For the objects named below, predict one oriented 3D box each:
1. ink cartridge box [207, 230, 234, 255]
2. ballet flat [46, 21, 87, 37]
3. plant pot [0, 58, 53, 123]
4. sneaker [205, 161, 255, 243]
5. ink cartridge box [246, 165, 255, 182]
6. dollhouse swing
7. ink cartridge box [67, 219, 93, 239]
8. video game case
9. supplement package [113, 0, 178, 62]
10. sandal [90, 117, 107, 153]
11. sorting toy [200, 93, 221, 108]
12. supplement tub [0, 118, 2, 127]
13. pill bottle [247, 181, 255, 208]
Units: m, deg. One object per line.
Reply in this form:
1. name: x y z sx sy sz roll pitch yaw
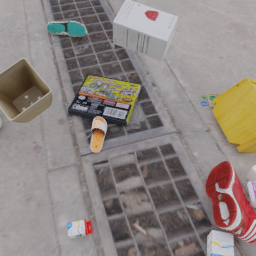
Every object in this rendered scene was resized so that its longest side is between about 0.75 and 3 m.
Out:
1. ink cartridge box: 2.742 3.622 8.343 0.644 0.647 0.882 9 52 7
2. ballet flat: -3.323 -5.565 15.543 2.366 0.849 0.849 10 52 7
3. plant pot: -3.323 -1.025 9.022 1.505 1.334 1.507 -39 79 -11
4. sneaker: 3.543 2.487 9.217 1.678 1.138 2.905 41 35 -13
5. ink cartridge box: 5.175 1.987 9.575 1.289 0.728 1.759 -18 54 -14
6. dollhouse swing: 5.291 -0.329 11.524 2.373 2.296 2.611 -36 52 25
7. ink cartridge box: -1.530 3.200 8.927 0.755 0.254 0.438 -11 53 -9
8. video game case: -0.977 -1.308 12.424 2.639 0.337 2.385 12 53 10
9. supplement package: 0.577 -3.373 9.707 1.919 1.149 1.164 22 69 6
10. sandal: -1.142 0.184 11.054 0.611 0.457 1.594 6 60 -6
11. sorting toy: 3.977 -1.241 12.454 1.496 0.204 0.842 2 52 1
12. supplement tub: -5.935 -0.582 11.327 1.140 1.140 1.624 -32 58 -23
13. pill bottle: 4.593 1.966 8.639 1.592 0.830 0.830 -13 49 20
